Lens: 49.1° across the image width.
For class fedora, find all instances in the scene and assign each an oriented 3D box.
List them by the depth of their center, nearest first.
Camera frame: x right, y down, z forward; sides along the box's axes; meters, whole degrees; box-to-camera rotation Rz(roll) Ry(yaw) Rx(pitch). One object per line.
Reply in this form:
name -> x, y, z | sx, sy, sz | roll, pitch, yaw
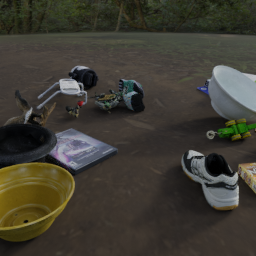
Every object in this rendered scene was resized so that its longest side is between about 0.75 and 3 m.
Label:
fedora -> -3.022, 0.722, 7.752 | 2.276, 1.039, 2.276 | 0, 24, 0

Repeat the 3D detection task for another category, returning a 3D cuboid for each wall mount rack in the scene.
wall mount rack -> -3.157, -1.611, 13.293 | 2.236, 0.960, 2.574 | -3, 24, -15

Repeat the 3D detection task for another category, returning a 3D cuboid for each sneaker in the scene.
sneaker -> 2.114, 0.994, 7.168 | 0.895, 1.037, 2.366 | -8, 23, -13
sneaker -> 0.446, -2.029, 14.191 | 1.100, 0.935, 2.513 | -5, 23, -23

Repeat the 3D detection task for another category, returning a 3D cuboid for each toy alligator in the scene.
toy alligator -> 3.504, 0.143, 9.717 | 2.171, 0.644, 0.589 | -10, -16, -19

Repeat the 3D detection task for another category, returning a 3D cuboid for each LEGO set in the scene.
LEGO set -> -1.211, -0.999, 12.322 | 2.935, 0.832, 1.906 | -18, 25, -8

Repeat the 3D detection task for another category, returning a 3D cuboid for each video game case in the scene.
video game case -> -1.745, 0.653, 8.946 | 2.357, 0.224, 1.683 | 21, 31, 38

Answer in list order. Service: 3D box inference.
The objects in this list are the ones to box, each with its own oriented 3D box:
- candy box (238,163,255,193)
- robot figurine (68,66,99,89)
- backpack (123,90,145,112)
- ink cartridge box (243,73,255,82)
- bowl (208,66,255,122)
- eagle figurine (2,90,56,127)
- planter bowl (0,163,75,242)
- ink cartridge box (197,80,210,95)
candy box -> 3.437, 1.320, 7.299 | 0.647, 0.310, 1.122 | -4, 25, -6
robot figurine -> -2.451, -2.861, 15.678 | 1.845, 1.386, 1.151 | 25, 70, 44
backpack -> 0.252, -1.231, 12.436 | 0.708, 0.934, 1.119 | -12, 20, -15
ink cartridge box -> 5.828, -2.244, 13.894 | 1.671, 0.633, 1.235 | 19, 32, 32
bowl -> 4.221, -1.161, 11.184 | 2.730, 1.227, 2.730 | 17, 42, -17
eagle figurine -> -3.837, -0.475, 10.373 | 1.904, 1.437, 1.445 | 18, 38, 13
planter bowl -> -2.181, 1.653, 5.823 | 2.178, 0.907, 2.178 | 1, 24, 0
ink cartridge box -> 5.184, -2.146, 14.962 | 2.235, 0.454, 2.230 | -8, 25, -16
